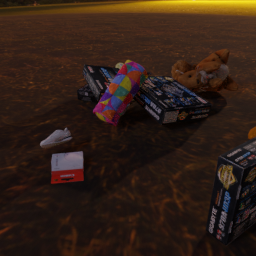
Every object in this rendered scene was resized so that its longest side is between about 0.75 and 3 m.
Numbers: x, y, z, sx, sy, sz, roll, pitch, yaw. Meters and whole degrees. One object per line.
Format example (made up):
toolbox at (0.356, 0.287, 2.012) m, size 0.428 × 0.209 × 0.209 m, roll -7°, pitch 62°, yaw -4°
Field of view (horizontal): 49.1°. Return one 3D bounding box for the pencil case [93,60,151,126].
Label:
pencil case at (-0.224, -1.339, 10.723) m, size 1.151 × 1.151 × 2.605 m, roll 26°, pitch 76°, yaw 39°

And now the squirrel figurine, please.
squirrel figurine at (3.304, -2.404, 13.525) m, size 2.664 × 2.020 × 2.855 m, roll -26°, pitch 22°, yaw -22°

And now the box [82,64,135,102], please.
box at (-0.869, -2.072, 12.931) m, size 1.884 × 0.545 × 2.371 m, roll -1°, pitch 39°, yaw -29°

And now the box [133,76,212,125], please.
box at (1.549, -1.276, 11.552) m, size 2.370 × 0.686 × 2.982 m, roll -8°, pitch 36°, yaw -30°

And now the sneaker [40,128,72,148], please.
sneaker at (-2.319, 0.320, 8.914) m, size 1.087 × 0.438 × 0.415 m, roll -19°, pitch -7°, yaw -43°

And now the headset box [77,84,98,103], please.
headset box at (-1.642, -1.721, 13.210) m, size 0.983 × 0.510 × 1.321 m, roll 11°, pitch 29°, yaw 17°

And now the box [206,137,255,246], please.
box at (2.901, 1.159, 6.256) m, size 2.574 × 2.046 × 0.592 m, roll -20°, pitch 34°, yaw -31°

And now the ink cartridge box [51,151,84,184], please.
ink cartridge box at (-1.769, 1.124, 8.202) m, size 0.931 × 0.327 × 1.145 m, roll -4°, pitch 24°, yaw -9°

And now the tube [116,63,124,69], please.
tube at (-0.336, -3.027, 15.697) m, size 0.575 × 0.643 × 2.215 m, roll 31°, pitch 22°, yaw -24°

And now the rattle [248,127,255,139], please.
rattle at (4.961, 0.647, 7.939) m, size 2.095 × 1.910 × 2.933 m, roll 0°, pitch 43°, yaw 6°

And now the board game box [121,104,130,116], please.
board game box at (-0.372, -0.972, 11.548) m, size 0.307 × 0.996 × 0.995 m, roll -27°, pitch 31°, yaw 26°
